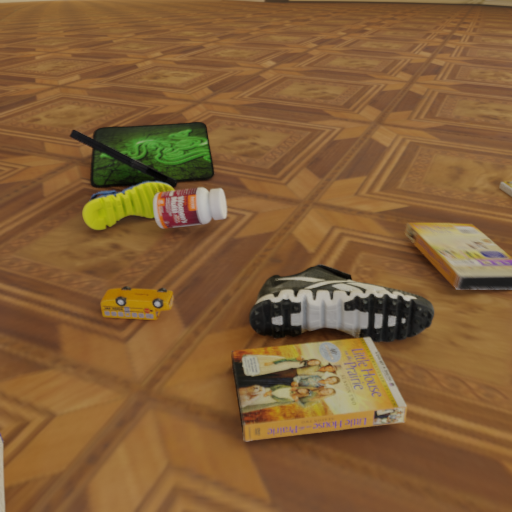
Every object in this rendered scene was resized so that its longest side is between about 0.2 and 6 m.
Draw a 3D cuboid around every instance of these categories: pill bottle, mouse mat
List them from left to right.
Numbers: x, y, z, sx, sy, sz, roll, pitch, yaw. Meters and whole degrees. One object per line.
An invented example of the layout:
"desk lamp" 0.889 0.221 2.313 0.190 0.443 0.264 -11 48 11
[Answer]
"mouse mat" -2.436 -2.409 13.065 2.756 0.104 2.218 -5 48 -9
"pill bottle" -1.207 -0.895 10.296 1.235 0.677 0.677 -6 30 9

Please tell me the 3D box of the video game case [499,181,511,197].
"video game case" 6.133 -1.212 11.606 1.437 0.181 1.579 -7 32 -11

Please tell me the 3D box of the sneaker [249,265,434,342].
"sneaker" 1.193 0.585 7.944 2.530 0.841 1.144 0 34 4

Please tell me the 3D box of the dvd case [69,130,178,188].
"dvd case" -2.627 -1.944 11.444 1.493 0.184 2.093 28 3 15

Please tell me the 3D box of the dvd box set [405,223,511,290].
"dvd box set" 3.487 -0.034 9.384 1.338 0.269 1.829 0 30 -15

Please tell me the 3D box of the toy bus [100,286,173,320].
"toy bus" -1.729 0.700 8.182 1.013 0.396 0.330 3 29 4

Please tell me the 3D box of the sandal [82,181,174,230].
"sandal" -2.477 -1.063 10.865 1.879 0.747 0.818 -12 22 -25

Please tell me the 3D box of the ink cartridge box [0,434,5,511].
"ink cartridge box" -2.579 2.176 5.070 0.421 1.067 2.146 -13 32 -18

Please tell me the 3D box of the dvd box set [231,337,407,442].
"dvd box set" 0.681 1.546 6.730 1.855 0.273 1.357 -4 28 -6
